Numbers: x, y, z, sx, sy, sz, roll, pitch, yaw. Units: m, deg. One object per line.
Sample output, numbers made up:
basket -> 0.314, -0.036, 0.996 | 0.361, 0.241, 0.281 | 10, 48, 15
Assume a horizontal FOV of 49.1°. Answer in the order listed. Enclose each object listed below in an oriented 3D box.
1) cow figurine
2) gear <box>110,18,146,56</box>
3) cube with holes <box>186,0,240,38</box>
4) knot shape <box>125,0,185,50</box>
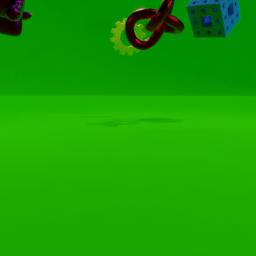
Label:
cow figurine -> -1.886, -2.068, 4.355 | 0.727, 1.325, 1.304 | 9, 30, -17
gear -> 0.006, -3.192, 9.859 | 1.227, 1.227, 0.227 | -2, 19, -16
cube with holes -> 2.565, -3.462, 8.365 | 1.049, 1.049, 1.049 | 16, 58, 41
knot shape -> 0.819, -2.873, 7.428 | 1.685, 0.778, 1.576 | -18, -16, -23
